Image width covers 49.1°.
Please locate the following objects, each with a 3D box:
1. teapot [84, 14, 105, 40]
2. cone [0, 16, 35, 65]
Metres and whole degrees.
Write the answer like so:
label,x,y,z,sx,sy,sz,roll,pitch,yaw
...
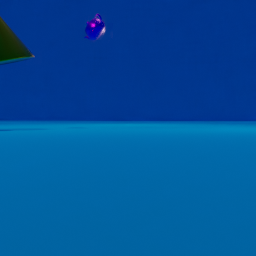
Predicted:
label,x,y,z,sx,sy,sz,roll,pitch,yaw
teapot,-1.237,-3.548,10.034,0.781,0.615,1.256,-53,3,-41
cone,-3.028,-2.203,6.624,1.277,1.281,1.277,-11,14,3
